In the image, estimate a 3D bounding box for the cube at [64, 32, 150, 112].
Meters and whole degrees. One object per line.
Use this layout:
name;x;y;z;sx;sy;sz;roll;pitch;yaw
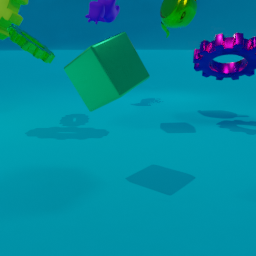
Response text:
cube;-0.332;-0.884;4.468;0.828;0.828;0.828;-19;15;47

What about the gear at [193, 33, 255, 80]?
gear;2.686;-1.846;7.507;1.815;0.336;1.815;7;-17;2

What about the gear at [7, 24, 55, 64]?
gear;-2.853;-2.457;8.196;1.499;0.277;1.499;37;10;-8

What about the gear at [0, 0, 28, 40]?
gear;-3.328;-3.062;6.512;2.045;2.045;0.378;5;3;14

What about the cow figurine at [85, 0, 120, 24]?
cow figurine;-0.915;-4.293;10.414;0.810;1.452;1.476;20;-8;16

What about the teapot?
teapot;1.572;-3.575;8.619;0.949;1.938;1.205;14;51;-30
